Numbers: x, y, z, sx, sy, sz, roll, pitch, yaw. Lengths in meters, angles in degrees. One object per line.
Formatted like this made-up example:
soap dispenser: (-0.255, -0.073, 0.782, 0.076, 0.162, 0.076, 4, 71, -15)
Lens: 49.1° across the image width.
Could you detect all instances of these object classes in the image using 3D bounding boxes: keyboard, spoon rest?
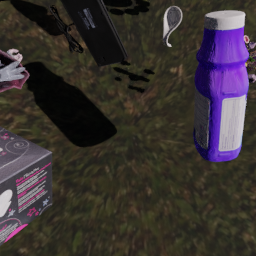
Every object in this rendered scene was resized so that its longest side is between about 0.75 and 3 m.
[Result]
keyboard: (-0.728, -1.682, 4.366, 1.061, 1.669, 0.172, -3, 42, 33)
spoon rest: (1.023, -2.422, 6.722, 0.464, 0.934, 0.283, 28, 35, 27)

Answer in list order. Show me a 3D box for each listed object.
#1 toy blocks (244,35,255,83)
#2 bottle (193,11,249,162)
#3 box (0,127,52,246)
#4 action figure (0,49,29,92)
toy blocks: (2.633, -1.480, 5.888, 0.733, 0.660, 0.784, 31, 68, -22)
bottle: (1.596, -0.659, 4.889, 0.825, 1.055, 2.526, -6, 120, 2)
box: (-2.502, 1.053, 4.458, 1.475, 2.232, 1.280, 22, 120, 23)
action figure: (-3.187, -1.326, 5.520, 2.060, 1.853, 2.767, -48, 47, -12)
